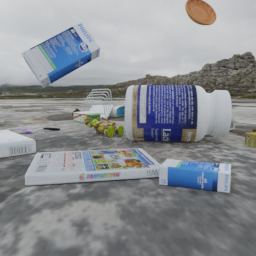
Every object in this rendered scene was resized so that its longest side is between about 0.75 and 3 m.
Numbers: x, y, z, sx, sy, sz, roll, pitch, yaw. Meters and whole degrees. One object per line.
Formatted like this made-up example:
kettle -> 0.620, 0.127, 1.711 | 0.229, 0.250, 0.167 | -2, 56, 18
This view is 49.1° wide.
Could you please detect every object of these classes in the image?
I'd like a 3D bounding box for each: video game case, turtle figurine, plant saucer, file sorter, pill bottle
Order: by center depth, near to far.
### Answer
video game case -> -0.682, 0.718, 5.623 | 2.393, 0.216, 1.714 | -2, 8, -11
pill bottle -> 1.459, -0.448, 8.536 | 2.975, 1.722, 1.722 | 1, 8, 7
plant saucer -> 2.225, -3.560, 8.659 | 1.073, 1.073, 0.201 | -3, -25, -22
turtle figurine -> -0.935, -0.040, 9.704 | 1.774, 0.571, 1.430 | 11, 8, -45
file sorter -> -1.595, -1.282, 14.973 | 1.218, 1.093, 1.755 | 0, 27, 11

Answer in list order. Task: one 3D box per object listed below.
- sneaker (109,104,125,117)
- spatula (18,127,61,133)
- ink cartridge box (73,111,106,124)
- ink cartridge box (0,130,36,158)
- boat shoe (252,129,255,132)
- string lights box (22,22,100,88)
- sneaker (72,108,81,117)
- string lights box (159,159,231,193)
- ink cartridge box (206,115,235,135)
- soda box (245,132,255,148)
sneaker -> -0.466, -1.048, 16.489 | 0.782, 0.741, 1.937 | 2, 6, 28
spatula -> -3.280, 0.073, 10.452 | 1.578, 0.162, 0.446 | -5, 11, -32
ink cartridge box -> -1.842, -0.488, 13.303 | 0.833, 0.476, 1.605 | -7, 11, -41
ink cartridge box -> -3.599, 0.411, 7.036 | 1.872, 0.410, 1.890 | -7, 13, -41
boat shoe -> 4.947, 0.056, 10.061 | 0.879, 0.309, 0.310 | 4, 10, 34
string lights box -> -1.860, -2.087, 7.970 | 1.928, 0.991, 0.568 | -33, -6, -15
sneaker -> -2.660, -0.827, 15.624 | 0.930, 0.533, 0.356 | 3, 10, 8
string lights box -> 1.139, 0.779, 4.731 | 1.122, 0.331, 0.577 | 3, 9, 21
ink cartridge box -> 2.487, -0.146, 10.812 | 2.601, 0.742, 2.114 | -4, 4, 38
soda box -> 3.903, 0.315, 7.917 | 1.172, 0.375, 0.397 | -3, 8, -19
